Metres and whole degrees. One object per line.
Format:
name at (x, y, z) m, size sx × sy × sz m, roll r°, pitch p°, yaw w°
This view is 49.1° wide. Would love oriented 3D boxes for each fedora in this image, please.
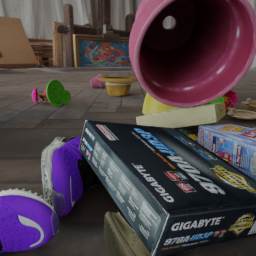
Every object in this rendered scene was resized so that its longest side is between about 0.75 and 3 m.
fedora at (-0.495, -2.192, 14.648) m, size 2.329 × 0.950 × 2.329 m, roll -1°, pitch 14°, yaw 0°

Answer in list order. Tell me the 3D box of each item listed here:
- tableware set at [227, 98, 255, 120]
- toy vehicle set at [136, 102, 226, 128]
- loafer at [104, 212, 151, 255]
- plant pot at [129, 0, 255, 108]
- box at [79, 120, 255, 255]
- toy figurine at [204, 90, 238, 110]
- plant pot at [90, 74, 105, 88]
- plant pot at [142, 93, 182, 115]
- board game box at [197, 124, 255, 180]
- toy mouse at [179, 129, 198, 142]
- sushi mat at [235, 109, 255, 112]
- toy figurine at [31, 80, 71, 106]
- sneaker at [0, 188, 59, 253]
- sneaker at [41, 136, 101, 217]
tableware set at (4.740, -0.533, 9.157) m, size 2.741 × 0.318 × 2.290 m, roll 14°, pitch 23°, yaw 34°
toy vehicle set at (1.528, -0.326, 7.287) m, size 1.754 × 0.374 × 2.823 m, roll -8°, pitch 3°, yaw 23°
loafer at (0.037, 1.241, 2.905) m, size 0.352 × 0.396 × 1.043 m, roll -3°, pitch 24°, yaw -25°
plant pot at (1.161, -2.093, 6.333) m, size 2.555 × 2.555 × 2.287 m, roll -3°, pitch 37°, yaw -11°
box at (0.547, 0.587, 3.772) m, size 1.786 × 0.517 × 2.247 m, roll 5°, pitch 21°, yaw -30°
toy figurine at (3.675, -1.103, 10.713) m, size 1.426 × 1.163 × 1.550 m, roll 14°, pitch 42°, yaw -30°
plant pot at (-1.948, -2.893, 17.675) m, size 0.793 × 0.886 × 0.886 m, roll -18°, pitch 17°, yaw -4°
plant pot at (1.611, -1.307, 10.170) m, size 2.170 × 1.540 × 2.170 m, roll -1°, pitch 15°, yaw 0°
board game box at (2.648, 0.366, 5.520) m, size 2.241 × 0.691 × 2.239 m, roll -13°, pitch 20°, yaw -40°
toy mouse at (1.300, 0.191, 7.104) m, size 1.121 × 0.217 × 0.997 m, roll -7°, pitch 16°, yaw -25°
sushi mat at (4.679, -0.516, 9.788) m, size 1.981 × 0.120 × 0.948 m, roll -2°, pitch 22°, yaw -5°
toy figurine at (-3.433, -1.389, 12.011) m, size 1.347 × 1.099 × 1.464 m, roll -2°, pitch -10°, yaw 29°
sneaker at (-1.716, 1.155, 2.783) m, size 1.972 × 0.686 × 0.981 m, roll -3°, pitch 20°, yaw 7°
sneaker at (-0.682, 0.588, 4.477) m, size 1.135 × 0.793 × 2.281 m, roll -1°, pitch 15°, yaw -5°
